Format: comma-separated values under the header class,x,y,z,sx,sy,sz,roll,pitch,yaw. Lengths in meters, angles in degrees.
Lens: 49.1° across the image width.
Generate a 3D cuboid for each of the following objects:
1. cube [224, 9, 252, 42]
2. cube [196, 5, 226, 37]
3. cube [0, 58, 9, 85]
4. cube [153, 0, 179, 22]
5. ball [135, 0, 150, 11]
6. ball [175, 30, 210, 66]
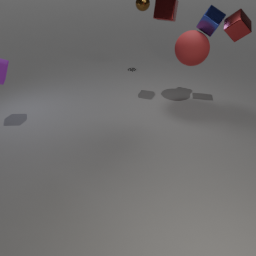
class,x,y,z,sx,sy,sz,roll,pitch,yaw
cube,4.007,-3.739,10.231,0.700,0.700,0.700,-27,36,45
cube,3.203,-4.134,10.821,0.700,0.700,0.700,35,66,2
cube,-4.357,-1.904,9.160,0.700,0.700,0.700,11,19,-22
cube,1.346,-4.192,9.922,0.700,0.700,0.700,12,20,14
ball,0.712,-6.020,13.535,0.700,0.700,0.700,0,30,0
ball,2.609,-3.242,11.412,1.400,1.400,1.400,0,30,0
